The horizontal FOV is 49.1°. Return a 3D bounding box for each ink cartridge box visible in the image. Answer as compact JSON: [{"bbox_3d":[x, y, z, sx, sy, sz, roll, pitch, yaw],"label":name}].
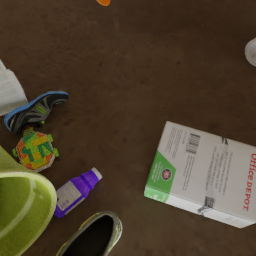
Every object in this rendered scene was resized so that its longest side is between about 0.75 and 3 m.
[{"bbox_3d":[-3.629,-0.946,6.390,1.962,2.452,0.580,-23,67,-11],"label":"ink cartridge box"},{"bbox_3d":[1.672,1.027,6.218,2.262,0.951,1.651,18,64,9],"label":"ink cartridge box"}]

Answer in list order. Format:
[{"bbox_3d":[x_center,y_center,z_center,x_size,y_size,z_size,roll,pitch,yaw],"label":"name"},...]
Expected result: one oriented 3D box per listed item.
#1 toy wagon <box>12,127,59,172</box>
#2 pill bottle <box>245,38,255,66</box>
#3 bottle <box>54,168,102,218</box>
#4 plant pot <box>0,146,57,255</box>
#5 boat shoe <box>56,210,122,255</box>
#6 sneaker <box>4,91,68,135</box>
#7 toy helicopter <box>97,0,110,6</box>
[{"bbox_3d":[-2.330,0.475,6.904,0.981,0.250,1.264,-24,65,-12],"label":"toy wagon"},{"bbox_3d":[4.215,-2.442,8.080,1.526,0.830,0.830,-31,67,-16],"label":"pill bottle"},{"bbox_3d":[-1.179,1.413,6.322,1.296,0.423,0.541,-39,67,-18],"label":"bottle"},{"bbox_3d":[-3.338,1.117,5.387,2.898,2.898,2.664,-38,58,-18],"label":"plant pot"},{"bbox_3d":[-1.064,2.722,5.442,0.935,0.782,2.616,33,67,16],"label":"boat shoe"},{"bbox_3d":[-2.282,-0.395,7.246,1.723,0.611,0.714,-34,89,-18],"label":"sneaker"},{"bbox_3d":[-0.297,-4.015,5.973,1.167,1.957,2.959,18,44,-33],"label":"toy helicopter"}]
